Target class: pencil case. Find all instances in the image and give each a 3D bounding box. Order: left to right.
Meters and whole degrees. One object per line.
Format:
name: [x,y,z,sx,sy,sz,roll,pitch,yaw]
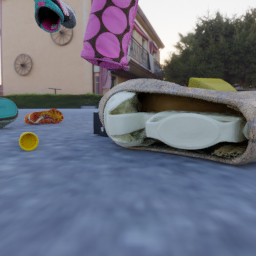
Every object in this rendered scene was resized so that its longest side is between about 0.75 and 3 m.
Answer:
pencil case: [-0.340,-2.988,7.506,1.325,2.829,1.284,12,1,5]

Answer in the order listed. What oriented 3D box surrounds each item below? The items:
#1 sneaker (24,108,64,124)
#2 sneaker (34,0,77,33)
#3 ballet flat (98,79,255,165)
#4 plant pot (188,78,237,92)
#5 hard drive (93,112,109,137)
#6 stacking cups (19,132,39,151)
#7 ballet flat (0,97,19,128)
sneaker: [-2.661,-0.360,8.940,0.522,0.494,1.354,-8,-5,39]
sneaker: [-2.191,-3.392,8.620,0.868,1.254,2.077,-9,-18,17]
ballet flat: [0.352,-0.120,3.399,2.843,0.968,0.956,3,15,43]
plant pot: [3.963,-1.266,13.056,1.848,1.848,1.630,-2,19,-21]
hard drive: [1.018,-0.089,5.091,2.057,0.557,2.945,-5,7,-41]
stacking cups: [-1.444,0.178,3.986,0.246,0.246,0.812,-2,1,-24]
ballet flat: [-3.810,-0.234,6.297,0.877,0.928,2.753,-29,-13,31]
